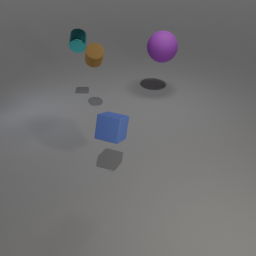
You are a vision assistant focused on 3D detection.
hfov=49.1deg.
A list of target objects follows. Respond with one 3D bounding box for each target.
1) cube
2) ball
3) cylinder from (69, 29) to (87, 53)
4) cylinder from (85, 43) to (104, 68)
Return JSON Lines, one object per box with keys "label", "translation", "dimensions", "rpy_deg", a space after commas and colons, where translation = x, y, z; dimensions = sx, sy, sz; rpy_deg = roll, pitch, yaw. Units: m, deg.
{"label": "cube", "translation": [-0.443, -0.027, 7.836], "dimensions": [0.700, 0.700, 0.700], "rpy_deg": [13, 13, 17]}
{"label": "ball", "translation": [1.569, -3.699, 12.778], "dimensions": [1.400, 1.400, 1.400], "rpy_deg": [0, 33, 0]}
{"label": "cylinder", "translation": [-2.068, -3.602, 11.570], "dimensions": [0.700, 0.700, 0.700], "rpy_deg": [-1, 58, -1]}
{"label": "cylinder", "translation": [-1.298, -2.790, 10.762], "dimensions": [0.700, 0.700, 0.700], "rpy_deg": [3, 74, -10]}
